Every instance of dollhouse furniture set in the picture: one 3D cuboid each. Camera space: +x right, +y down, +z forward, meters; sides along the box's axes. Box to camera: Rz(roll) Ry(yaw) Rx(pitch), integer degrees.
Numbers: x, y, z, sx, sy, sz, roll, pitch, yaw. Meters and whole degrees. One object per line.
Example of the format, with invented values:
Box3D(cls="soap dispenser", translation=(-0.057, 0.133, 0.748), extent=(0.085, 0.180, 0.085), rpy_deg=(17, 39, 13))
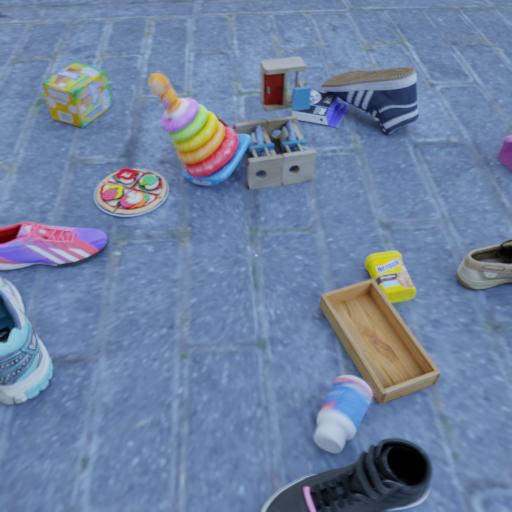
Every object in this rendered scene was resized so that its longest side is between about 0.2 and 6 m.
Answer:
Box3D(cls="dollhouse furniture set", translation=(0.381, -2.960, 12.598), extent=(1.602, 2.286, 1.611), rpy_deg=(-10, 47, -9))

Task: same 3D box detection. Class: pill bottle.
Box3D(cls="pill bottle", translation=(1.305, 2.421, 8.564), extent=(0.611, 0.611, 1.089), rpy_deg=(21, 49, 19))

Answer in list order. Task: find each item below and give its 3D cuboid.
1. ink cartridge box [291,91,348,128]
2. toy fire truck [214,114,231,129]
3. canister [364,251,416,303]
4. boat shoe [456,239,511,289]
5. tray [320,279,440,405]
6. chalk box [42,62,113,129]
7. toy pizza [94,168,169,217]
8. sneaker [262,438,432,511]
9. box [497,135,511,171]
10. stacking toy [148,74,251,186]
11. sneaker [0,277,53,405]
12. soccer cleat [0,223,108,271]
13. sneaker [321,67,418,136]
Box3D(cls="ink cartridge box", translation=(1.725, -3.955, 14.968), extent=(1.273, 0.276, 1.261), rpy_deg=(15, 46, 13))
Box3D(cls="toy fire truck", translation=(-0.978, -3.188, 14.178), extent=(0.676, 0.451, 0.805), rpy_deg=(22, 46, -12))
Box3D(cls="canister", translation=(2.555, 0.410, 10.657), extent=(0.714, 0.416, 0.961), rpy_deg=(-7, 48, -7))
Box3D(cls="boat shoe", translation=(4.959, 0.080, 10.726), extent=(2.206, 0.712, 0.786), rpy_deg=(-13, 45, -14))
Box3D(cls="tray", translation=(2.069, 1.418, 9.694), extent=(1.076, 0.404, 2.182), rpy_deg=(-15, 49, -15))
Box3D(cls="chalk box", translation=(-4.555, -4.348, 14.791), extent=(1.072, 1.067, 1.724), rpy_deg=(20, 50, 18))
Box3D(cls="toy pizza", translation=(-2.813, -1.495, 12.589), extent=(1.674, 0.265, 1.674), rpy_deg=(0, 46, 0))
Box3D(cls="sneaker", translation=(1.235, 3.075, 7.503), extent=(2.484, 1.232, 0.878), rpy_deg=(-12, 49, -9))
Box3D(cls="box", translation=(6.715, -2.366, 13.150), extent=(1.398, 0.676, 1.229), rpy_deg=(-17, 48, -16))
Box3D(cls="stacking toy", translation=(-1.459, -2.855, 12.084), extent=(1.519, 2.617, 1.436), rpy_deg=(12, 63, 41))
Box3D(cls="sneaker", translation=(-4.584, 0.850, 9.473), extent=(1.328, 1.477, 3.422), rpy_deg=(-34, 55, -29))
Box3D(cls="soccer cleat", translation=(-4.158, -0.286, 10.993), extent=(2.400, 0.878, 0.818), rpy_deg=(-6, 46, -6))
Box3D(cls="sneaker", translation=(2.942, -3.976, 14.524), extent=(2.773, 1.504, 0.972), rpy_deg=(14, 46, 45))
